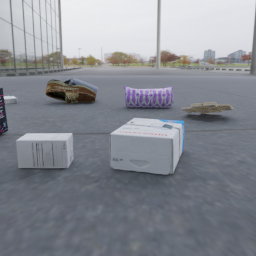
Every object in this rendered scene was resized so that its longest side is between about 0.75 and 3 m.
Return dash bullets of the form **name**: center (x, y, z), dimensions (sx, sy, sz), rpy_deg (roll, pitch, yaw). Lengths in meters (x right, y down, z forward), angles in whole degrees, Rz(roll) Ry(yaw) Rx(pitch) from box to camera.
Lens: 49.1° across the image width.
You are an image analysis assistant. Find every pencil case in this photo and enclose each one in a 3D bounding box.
- **pencil case**: center (0.860, -1.294, 11.413), dimensions (2.067, 0.884, 0.867), rpy_deg (0, -15, 1)

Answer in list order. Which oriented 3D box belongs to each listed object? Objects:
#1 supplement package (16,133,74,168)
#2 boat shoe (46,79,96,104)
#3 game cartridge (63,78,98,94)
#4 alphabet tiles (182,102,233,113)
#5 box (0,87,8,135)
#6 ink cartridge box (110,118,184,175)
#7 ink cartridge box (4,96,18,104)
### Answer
- **supplement package**: center (-1.418, 0.387, 4.866), dimensions (0.843, 0.505, 0.511), rpy_deg (0, 13, 1)
- **boat shoe**: center (-2.617, -1.475, 12.710), dimensions (2.292, 0.867, 0.847), rpy_deg (12, 52, -1)
- **game cartridge**: center (-2.437, -1.963, 14.012), dimensions (1.505, 0.457, 2.257), rpy_deg (24, -10, -29)
- **alphabet tiles**: center (2.635, -0.658, 9.285), dimensions (1.532, 0.114, 1.567), rpy_deg (-3, -7, 27)
- **box**: center (-3.755, -0.246, 6.092), dimensions (1.343, 1.166, 2.033), rpy_deg (1, 14, 3)
- **ink cartridge box**: center (0.412, 0.264, 5.148), dimensions (1.084, 0.636, 1.481), rpy_deg (4, 12, 17)
- **ink cartridge box**: center (-5.755, -1.307, 12.975), dimensions (1.024, 0.260, 1.162), rpy_deg (-6, 13, -30)
